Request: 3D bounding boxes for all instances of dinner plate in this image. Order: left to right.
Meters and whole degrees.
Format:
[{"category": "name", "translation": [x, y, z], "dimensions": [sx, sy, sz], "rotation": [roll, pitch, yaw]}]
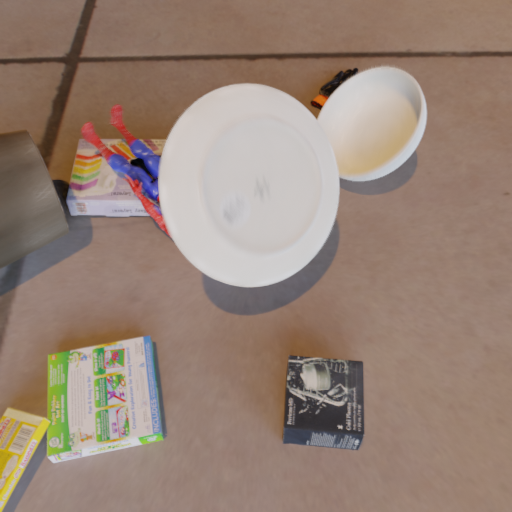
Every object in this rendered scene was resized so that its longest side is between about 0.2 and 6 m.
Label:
[{"category": "dinner plate", "translation": [0.055, -1.051, 8.521], "dimensions": [3.110, 3.110, 0.377], "rotation": [-30, 17, -20]}]

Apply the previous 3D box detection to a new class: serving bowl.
[{"category": "serving bowl", "translation": [2.411, -2.596, 11.535], "dimensions": [2.433, 0.800, 2.433], "rotation": [-15, 64, 35]}]

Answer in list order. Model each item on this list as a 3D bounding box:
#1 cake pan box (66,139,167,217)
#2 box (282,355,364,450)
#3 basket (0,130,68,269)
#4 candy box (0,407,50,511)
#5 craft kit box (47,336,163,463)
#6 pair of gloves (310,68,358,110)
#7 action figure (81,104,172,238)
[{"category": "cake pan box", "translation": [-2.728, -1.621, 11.447], "dimensions": [1.971, 0.516, 1.815], "rotation": [1, 55, -3]}, {"category": "box", "translation": [1.016, 2.224, 8.510], "dimensions": [1.165, 0.734, 1.185], "rotation": [3, 54, 4]}, {"category": "basket", "translation": [-5.385, -0.711, 9.697], "dimensions": [3.598, 2.447, 3.244], "rotation": [-24, 66, -21]}, {"category": "candy box", "translation": [-3.684, 3.024, 8.024], "dimensions": [0.829, 0.214, 1.622], "rotation": [2, 54, 31]}, {"category": "craft kit box", "translation": [-2.377, 2.194, 8.753], "dimensions": [1.670, 0.410, 1.691], "rotation": [-8, 54, -9]}, {"category": "pair of gloves", "translation": [2.456, -3.722, 13.188], "dimensions": [1.939, 0.240, 1.727], "rotation": [28, 60, 22]}, {"category": "action figure", "translation": [-1.905, -1.412, 10.687], "dimensions": [1.120, 0.885, 3.424], "rotation": [-39, 82, -26]}]
